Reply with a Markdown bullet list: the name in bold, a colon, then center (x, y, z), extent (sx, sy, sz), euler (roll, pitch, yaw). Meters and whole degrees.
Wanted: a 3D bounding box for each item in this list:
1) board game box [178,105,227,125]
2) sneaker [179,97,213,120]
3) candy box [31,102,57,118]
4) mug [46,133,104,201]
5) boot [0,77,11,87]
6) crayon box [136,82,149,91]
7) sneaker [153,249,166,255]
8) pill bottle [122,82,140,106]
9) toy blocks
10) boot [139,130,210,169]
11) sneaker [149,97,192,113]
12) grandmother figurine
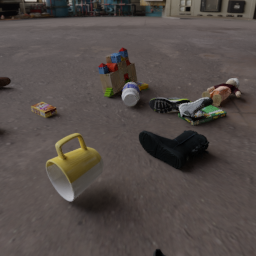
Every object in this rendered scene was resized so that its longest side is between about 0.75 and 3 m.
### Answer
- **board game box**: center (3.035, -0.547, 11.394), extent (1.775, 0.208, 0.930), euler (-14, 28, -25)
- **sneaker**: center (2.635, -0.655, 10.704), extent (1.327, 0.498, 0.767), euler (-16, 48, 22)
- **candy box**: center (-3.525, -0.772, 11.725), extent (1.015, 0.287, 0.592), euler (20, 34, 36)
- **mug**: center (-1.203, 0.952, 6.901), extent (1.156, 1.409, 1.128), euler (-30, 65, -36)
- **boot**: center (-6.758, -2.036, 13.909), extent (1.476, 0.509, 1.584), euler (-13, 24, 3)
- **crayon box**: center (0.677, -2.158, 14.465), extent (0.536, 0.220, 0.852), euler (-20, 33, -32)
- **sneaker**: center (0.690, 2.583, 5.145), extent (0.306, 0.366, 0.806), euler (-14, 31, -30)
- **pill bottle**: center (0.129, -1.490, 12.561), extent (0.786, 0.786, 1.313), euler (1, 27, 2)
- **toy blocks**: center (-0.509, -2.880, 13.887), extent (1.328, 1.817, 2.658), euler (10, 32, 37)
- **boot**: center (1.499, 0.451, 8.905), extent (1.556, 0.703, 1.899), euler (-26, 44, -37)
- **sneaker**: center (1.784, -0.997, 11.924), extent (1.813, 0.670, 0.734), euler (4, 16, -1)
- **grandmother figurine**: center (4.575, -1.767, 13.184), extent (1.570, 0.784, 2.589), euler (29, 40, 28)
